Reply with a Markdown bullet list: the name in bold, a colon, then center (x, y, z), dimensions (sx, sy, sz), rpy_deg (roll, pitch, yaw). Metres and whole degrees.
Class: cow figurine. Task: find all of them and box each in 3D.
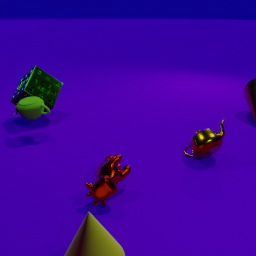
- **cow figurine**: center (-0.436, 0.983, 5.391), dimensions (1.042, 0.581, 1.059), rpy_deg (-44, 12, -22)

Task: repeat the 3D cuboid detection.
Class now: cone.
- **cone**: center (-0.493, 1.485, 3.786), dimensions (0.893, 0.896, 0.893), rpy_deg (-1, 25, 1)
- **cone**: center (4.219, -0.545, 8.720), dimensions (1.539, 1.539, 1.545), rpy_deg (14, 54, 29)

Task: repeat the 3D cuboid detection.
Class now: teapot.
- **teapot**: center (1.843, 0.294, 6.588), dimensions (0.774, 1.245, 0.610), rpy_deg (21, 37, -56)
- **teapot**: center (-2.627, -0.495, 7.533), dimensions (1.150, 0.563, 0.715), rpy_deg (2, 31, 15)

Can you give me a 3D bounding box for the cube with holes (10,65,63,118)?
- **cube with holes**: center (-2.837, -1.104, 8.724), dimensions (0.991, 0.991, 0.991), rpy_deg (-21, 46, 42)
